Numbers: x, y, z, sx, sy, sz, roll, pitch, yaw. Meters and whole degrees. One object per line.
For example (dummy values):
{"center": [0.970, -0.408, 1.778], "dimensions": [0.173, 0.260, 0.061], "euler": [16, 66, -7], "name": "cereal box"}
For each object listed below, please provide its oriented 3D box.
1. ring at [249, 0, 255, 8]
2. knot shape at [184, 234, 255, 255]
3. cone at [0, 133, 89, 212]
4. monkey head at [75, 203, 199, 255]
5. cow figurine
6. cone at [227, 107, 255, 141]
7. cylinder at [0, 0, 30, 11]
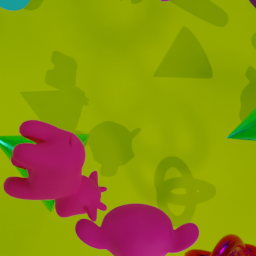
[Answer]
{"center": [2.470, -1.744, 3.721], "dimensions": [1.962, 1.962, 0.392], "euler": [28, 100, 1], "name": "ring"}
{"center": [1.892, 2.483, 5.122], "dimensions": [1.534, 1.639, 0.757], "euler": [-5, 54, -8], "name": "knot shape"}
{"center": [-1.646, 0.455, 4.804], "dimensions": [1.469, 1.463, 1.463], "euler": [25, 87, -4], "name": "cone"}
{"center": [0.126, 1.807, 4.164], "dimensions": [1.785, 1.076, 1.284], "euler": [0, 51, 6], "name": "monkey head"}
{"center": [-0.683, 0.535, 3.140], "dimensions": [1.246, 1.266, 0.695], "euler": [16, 44, -21], "name": "cow figurine"}
{"center": [1.978, -0.114, 3.660], "dimensions": [1.391, 1.386, 1.386], "euler": [-22, 87, 14], "name": "cone"}
{"center": [-2.232, -2.625, 5.269], "dimensions": [0.741, 0.741, 0.741], "euler": [-10, 118, -20], "name": "cylinder"}
